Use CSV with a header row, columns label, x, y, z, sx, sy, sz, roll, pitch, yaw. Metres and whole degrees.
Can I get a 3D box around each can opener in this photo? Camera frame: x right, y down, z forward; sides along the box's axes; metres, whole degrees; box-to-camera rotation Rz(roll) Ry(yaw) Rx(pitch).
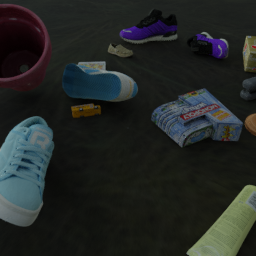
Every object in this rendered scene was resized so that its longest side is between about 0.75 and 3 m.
label,x,y,z,sx,sy,sz,roll,pitch,yaw
can opener,5.014,-1.408,9.096,2.759,0.736,0.923,-16,38,-20

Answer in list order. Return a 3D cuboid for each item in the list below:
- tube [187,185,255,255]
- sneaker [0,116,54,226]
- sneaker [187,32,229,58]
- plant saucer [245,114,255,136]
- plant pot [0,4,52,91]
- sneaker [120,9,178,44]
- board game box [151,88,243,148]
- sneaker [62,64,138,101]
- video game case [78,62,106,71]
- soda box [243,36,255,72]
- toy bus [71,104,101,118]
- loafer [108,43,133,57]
label,x,y,z,sx,sy,sz,roll,pitch,yaw
tube,1.822,1.742,4.925,1.782,0.462,0.517,-39,5,-29
sneaker,-1.964,0.520,5.343,1.097,1.216,2.967,28,11,-28
sneaker,3.302,-3.444,12.012,1.135,0.794,2.283,-15,33,-13
plant saucer,3.866,-0.078,7.685,1.216,0.196,1.216,0,36,0
plant pot,-3.419,-2.133,8.530,2.303,2.061,2.303,1,78,-6
sneaker,1.014,-4.959,13.451,2.944,1.464,1.023,-10,37,-14
board game box,1.950,-0.233,7.551,1.923,0.593,1.922,-18,38,-24
sneaker,-1.011,-1.374,8.932,2.811,1.075,1.135,20,13,35
video game case,-1.409,-2.287,10.843,1.076,0.135,1.182,-2,36,-3
soda box,5.123,-3.005,11.305,0.724,0.766,2.263,10,36,14
toy bus,-1.226,-0.516,8.239,0.822,0.268,0.322,-9,35,-12
loafer,-0.346,-3.378,12.130,1.235,0.422,0.467,18,39,24
